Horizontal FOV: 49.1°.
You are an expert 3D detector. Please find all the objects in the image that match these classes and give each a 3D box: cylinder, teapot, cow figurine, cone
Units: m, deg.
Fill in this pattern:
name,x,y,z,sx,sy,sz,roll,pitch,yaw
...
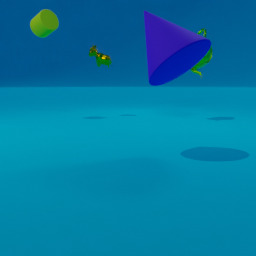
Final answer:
name,x,y,z,sx,sy,sz,roll,pitch,yaw
cylinder,-2.927,-3.650,9.812,0.733,0.733,0.733,-12,-2,45
teapot,2.499,-2.610,9.882,1.155,1.857,0.909,13,-6,-37
cow figurine,-1.098,-2.822,11.003,0.893,0.879,0.490,12,55,21
cone,0.598,-1.615,4.972,1.235,1.239,1.235,-29,-12,-7
